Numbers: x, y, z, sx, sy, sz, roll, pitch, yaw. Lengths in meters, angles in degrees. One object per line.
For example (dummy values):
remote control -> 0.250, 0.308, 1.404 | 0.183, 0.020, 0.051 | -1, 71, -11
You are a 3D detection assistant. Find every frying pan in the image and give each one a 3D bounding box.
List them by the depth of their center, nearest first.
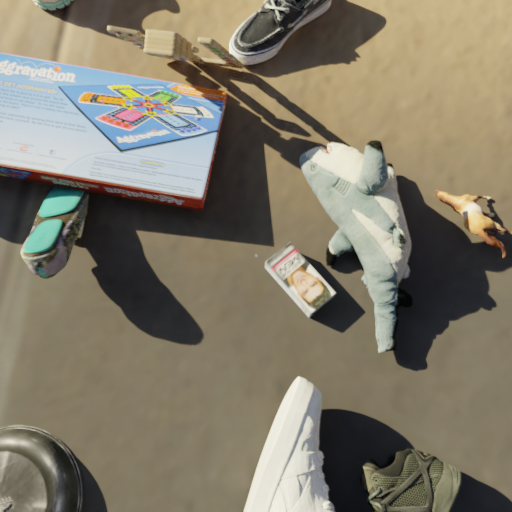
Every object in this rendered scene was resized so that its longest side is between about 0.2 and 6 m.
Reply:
frying pan -> -3.807, 4.288, 7.996 | 2.184, 0.588, 3.610 | 9, 70, 3

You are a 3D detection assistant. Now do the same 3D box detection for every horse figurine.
horse figurine -> 3.710, -0.638, 9.339 | 0.984, 0.371, 1.485 | 7, 43, -19

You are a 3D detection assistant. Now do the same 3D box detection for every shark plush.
shark plush -> 1.803, -0.237, 9.363 | 1.476, 1.610, 3.545 | -15, 91, 19

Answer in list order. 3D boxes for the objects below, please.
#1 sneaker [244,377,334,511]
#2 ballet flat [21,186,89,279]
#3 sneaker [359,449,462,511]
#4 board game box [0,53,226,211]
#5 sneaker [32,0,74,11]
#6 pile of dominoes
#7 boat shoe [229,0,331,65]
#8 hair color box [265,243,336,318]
sneaker -> 0.852, 3.513, 7.911 | 1.868, 1.191, 3.232 | 17, 79, 3
ballet flat -> -3.226, -0.429, 9.189 | 0.806, 0.806, 2.241 | 1, 39, 0
sneaker -> 1.875, 3.808, 7.941 | 1.330, 0.888, 2.322 | 26, 72, 9
board game box -> -2.946, -2.234, 9.713 | 4.547, 0.442, 2.340 | 10, 66, 0
sneaker -> -3.561, -6.275, 10.795 | 1.160, 1.290, 2.988 | 16, 74, 5
pile of dominoes -> -1.315, -3.407, 9.599 | 1.764, 2.263, 0.360 | 10, 99, 11
boat shoe -> 0.489, -4.567, 10.509 | 2.466, 0.836, 0.885 | -37, 76, -10
hair color box -> 0.717, 0.397, 9.244 | 0.563, 0.345, 1.137 | -39, 77, -11
